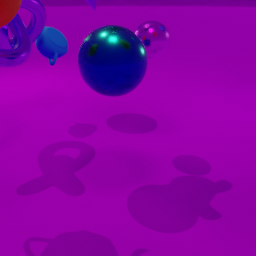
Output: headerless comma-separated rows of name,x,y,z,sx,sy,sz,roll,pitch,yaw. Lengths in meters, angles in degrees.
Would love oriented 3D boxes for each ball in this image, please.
ball,0.461,-1.723,5.501,0.726,0.726,0.726,0,26,0
ball,-0.235,-1.036,4.388,1.089,1.089,1.089,0,26,0

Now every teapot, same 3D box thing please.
teapot,-1.957,-2.119,7.043,0.819,0.645,1.317,15,50,-47
teapot,-1.724,-1.671,3.422,1.689,1.050,0.827,-8,-17,11

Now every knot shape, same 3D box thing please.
knot shape,-2.322,-2.119,5.478,0.952,2.061,1.929,0,0,11

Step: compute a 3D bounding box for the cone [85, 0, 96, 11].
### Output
cone,-1.113,-3.778,7.418,1.313,1.318,1.313,-18,21,7
